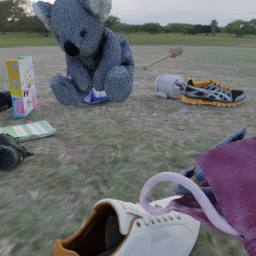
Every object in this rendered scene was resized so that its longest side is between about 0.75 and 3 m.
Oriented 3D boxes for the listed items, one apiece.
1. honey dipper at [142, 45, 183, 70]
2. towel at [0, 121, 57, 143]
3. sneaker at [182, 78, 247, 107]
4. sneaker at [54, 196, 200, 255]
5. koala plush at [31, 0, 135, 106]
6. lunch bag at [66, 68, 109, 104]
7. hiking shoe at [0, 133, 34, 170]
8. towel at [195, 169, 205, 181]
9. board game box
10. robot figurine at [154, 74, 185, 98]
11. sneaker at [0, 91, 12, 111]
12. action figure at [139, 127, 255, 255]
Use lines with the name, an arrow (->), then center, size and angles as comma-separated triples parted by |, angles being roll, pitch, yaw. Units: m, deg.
honey dipper -> 1.455, -2.903, 11.801 | 2.240, 0.425, 0.425 | -34, 35, -28
towel -> -3.433, 0.102, 9.193 | 1.831, 0.214, 1.396 | -13, 23, -30
sneaker -> 3.907, -1.628, 12.593 | 2.864, 1.106, 1.121 | 2, 19, 2
sneaker -> 0.203, 1.473, 4.122 | 1.030, 1.198, 2.830 | 17, 25, 41
koala plush -> -1.072, -2.160, 6.902 | 2.221, 2.504, 2.301 | -3, 52, 24
lunch bag -> -1.562, -2.049, 13.347 | 1.978, 1.441, 2.327 | -18, 44, -41
hiking shoe -> -3.593, 0.474, 7.455 | 2.081, 0.788, 1.048 | 24, 12, 16
towel -> 2.006, 1.131, 6.436 | 0.823, 0.200, 0.460 | 18, 28, 39
board game box -> -4.215, -1.708, 11.257 | 0.436, 2.165, 1.656 | 0, 20, -1
robot figurine -> 2.059, -2.098, 13.919 | 1.539, 1.025, 1.815 | -47, 40, -17
sneaker -> -5.440, -1.166, 12.014 | 0.878, 0.835, 2.215 | -2, 9, 24
action figure -> 1.771, 1.315, 3.362 | 2.049, 1.843, 2.752 | -10, 54, -31
